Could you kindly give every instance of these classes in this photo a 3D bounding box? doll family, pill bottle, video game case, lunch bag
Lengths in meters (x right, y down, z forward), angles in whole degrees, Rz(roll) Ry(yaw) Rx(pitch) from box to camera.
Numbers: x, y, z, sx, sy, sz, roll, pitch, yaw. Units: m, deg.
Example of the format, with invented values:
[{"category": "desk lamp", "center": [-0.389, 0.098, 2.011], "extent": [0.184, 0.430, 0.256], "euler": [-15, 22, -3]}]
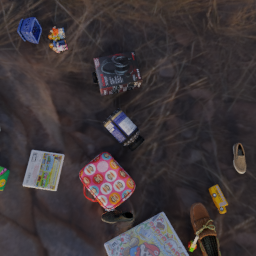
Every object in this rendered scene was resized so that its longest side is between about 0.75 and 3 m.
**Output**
[{"category": "doll family", "center": [-3.148, -3.856, 12.450], "extent": [0.741, 0.538, 1.194], "euler": [-12, 90, -11]}, {"category": "pill bottle", "center": [-0.134, 0.105, 10.777], "extent": [0.896, 0.896, 1.602], "euler": [-43, 92, -13]}, {"category": "video game case", "center": [-3.235, 1.618, 10.778], "extent": [1.286, 0.162, 1.413], "euler": [8, 71, 3]}, {"category": "lunch bag", "center": [-0.843, 2.030, 10.306], "extent": [1.682, 0.782, 1.909], "euler": [-39, 76, -11]}, {"category": "video game case", "center": [0.796, 4.517, 9.323], "extent": [2.411, 0.303, 2.649], "euler": [-26, 55, -9]}]

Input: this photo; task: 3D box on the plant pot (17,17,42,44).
[{"category": "plant pot", "center": [-4.375, -4.323, 12.389], "extent": [0.742, 0.825, 0.825], "euler": [6, 72, 8]}]

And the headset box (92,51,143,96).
[{"category": "headset box", "center": [-0.519, -2.266, 11.727], "extent": [1.966, 0.759, 1.463], "euler": [-11, 72, -5]}]

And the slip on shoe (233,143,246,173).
[{"category": "slip on shoe", "center": [4.337, 1.149, 10.822], "extent": [0.445, 0.355, 1.172], "euler": [2, 72, 1]}]

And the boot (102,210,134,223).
[{"category": "boot", "center": [-0.363, 3.097, 9.927], "extent": [1.184, 0.819, 0.459], "euler": [-2, 66, -2]}]

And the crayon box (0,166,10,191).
[{"category": "crayon box", "center": [-6.073, 1.492, 9.967], "extent": [2.969, 1.763, 0.865], "euler": [10, 73, 3]}]

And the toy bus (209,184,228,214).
[{"category": "toy bus", "center": [3.355, 2.634, 10.359], "extent": [0.390, 0.324, 0.997], "euler": [-22, 73, -8]}]

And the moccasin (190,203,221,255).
[{"category": "moccasin", "center": [2.697, 3.686, 9.745], "extent": [0.783, 0.827, 2.141], "euler": [-7, 72, -2]}]

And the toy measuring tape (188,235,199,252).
[{"category": "toy measuring tape", "center": [2.295, 3.987, 9.795], "extent": [0.300, 0.300, 0.816], "euler": [15, 116, 5]}]
